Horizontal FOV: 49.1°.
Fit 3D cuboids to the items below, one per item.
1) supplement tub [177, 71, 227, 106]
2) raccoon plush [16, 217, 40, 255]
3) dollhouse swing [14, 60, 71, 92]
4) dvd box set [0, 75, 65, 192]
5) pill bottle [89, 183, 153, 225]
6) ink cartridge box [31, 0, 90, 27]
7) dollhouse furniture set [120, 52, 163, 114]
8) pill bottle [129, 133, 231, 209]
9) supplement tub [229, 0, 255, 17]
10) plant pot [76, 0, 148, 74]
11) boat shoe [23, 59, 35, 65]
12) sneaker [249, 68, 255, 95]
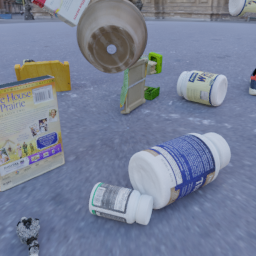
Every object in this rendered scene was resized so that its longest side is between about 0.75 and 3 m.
[{"bbox_3d":[2.838,-1.561,10.782,1.628,1.181,1.181,18,31,34],"label":"supplement tub"},{"bbox_3d":[-1.716,1.873,4.730,0.380,0.526,0.785,6,54,-22],"label":"raccoon plush"},{"bbox_3d":[-3.690,-2.512,12.249,2.121,1.927,1.864,-7,47,-14],"label":"dollhouse swing"},{"bbox_3d":[-2.243,0.092,6.097,1.626,2.223,0.327,-24,34,-39],"label":"dvd box set"},{"bbox_3d":[-0.120,1.411,5.200,1.082,0.612,0.612,9,27,17],"label":"pill bottle"},{"bbox_3d":[-2.449,-4.732,10.320,1.722,1.255,0.713,26,-1,-30],"label":"ink cartridge box"},{"bbox_3d":[0.090,-1.832,10.611,1.384,1.807,2.759,15,29,26],"label":"dollhouse furniture set"},{"bbox_3d":[1.153,0.776,5.900,2.085,1.157,1.157,-17,30,-31],"label":"pill bottle"},{"bbox_3d":[2.832,-2.872,6.407,0.857,0.621,0.621,1,25,-8],"label":"supplement tub"},{"bbox_3d":[-0.363,-1.940,6.316,1.747,1.747,1.516,-1,31,-2],"label":"plant pot"},{"bbox_3d":[-5.618,-3.669,15.971,0.486,0.529,1.480,-8,22,-5],"label":"boat shoe"},{"bbox_3d":[5.990,-2.329,12.401,1.042,1.175,2.781,10,27,20],"label":"sneaker"}]
